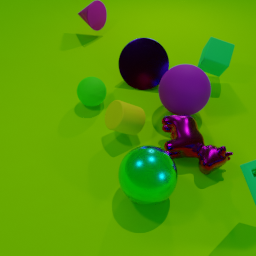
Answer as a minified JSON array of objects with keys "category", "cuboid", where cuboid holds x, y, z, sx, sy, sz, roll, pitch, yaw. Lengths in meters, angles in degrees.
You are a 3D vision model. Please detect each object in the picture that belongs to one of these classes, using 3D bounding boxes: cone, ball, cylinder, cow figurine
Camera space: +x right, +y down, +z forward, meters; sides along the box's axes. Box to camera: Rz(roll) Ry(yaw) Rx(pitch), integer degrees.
[{"category":"cone","cuboid":[0.588,-2.070,8.879,1.501,1.501,1.507,9,18,9]},{"category":"cone","cuboid":[-1.537,-4.283,10.592,1.059,1.055,1.055,20,47,32]},{"category":"ball","cuboid":[-0.998,-1.002,7.712,0.815,0.815,0.815,0,44,0]},{"category":"cylinder","cuboid":[-0.072,-0.237,6.753,0.721,0.721,0.721,15,32,-38]},{"category":"ball","cuboid":[0.389,0.919,5.500,1.165,1.165,1.165,0,44,0]},{"category":"ball","cuboid":[1.456,-0.974,7.243,1.328,1.328,1.328,0,44,0]},{"category":"cow figurine","cuboid":[1.523,0.318,6.313,1.439,0.803,1.462,-5,63,6]}]

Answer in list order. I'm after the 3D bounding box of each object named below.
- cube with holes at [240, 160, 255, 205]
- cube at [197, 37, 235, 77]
[{"category":"cube with holes","cuboid":[2.552,1.038,4.211,1.109,1.109,1.109,-25,53,22]},{"category":"cube","cuboid":[2.586,-2.093,8.303,0.744,0.744,0.744,19,76,1]}]
